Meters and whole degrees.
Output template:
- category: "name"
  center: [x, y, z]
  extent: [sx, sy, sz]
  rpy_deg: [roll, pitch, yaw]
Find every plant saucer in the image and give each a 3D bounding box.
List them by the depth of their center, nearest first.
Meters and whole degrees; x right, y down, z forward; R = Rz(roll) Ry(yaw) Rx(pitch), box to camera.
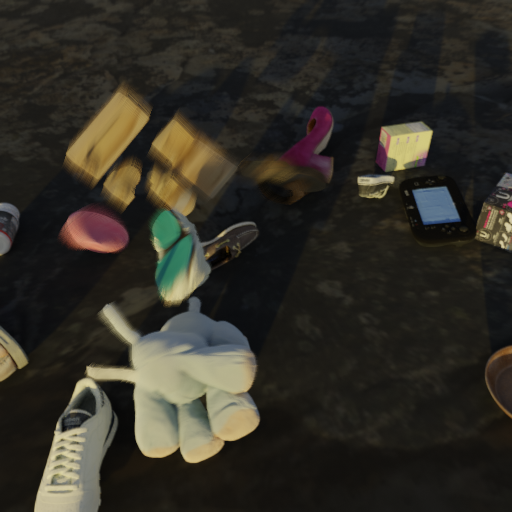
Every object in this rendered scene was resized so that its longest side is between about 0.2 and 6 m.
- category: "plant saucer"
  center: [4.377, 2.103, 8.618]
  extent: [1.703, 0.311, 1.703]
  rpy_deg: [1, 39, -1]
- category: "plant saucer"
  center: [-3.191, -0.442, 11.211]
  extent: [1.211, 0.307, 1.211]
  rpy_deg: [24, 24, -11]

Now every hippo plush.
- category: "hippo plush"
  center: [-1.063, 1.747, 8.341]
  extent: [2.419, 1.927, 1.945]
  rpy_deg: [18, 10, 0]

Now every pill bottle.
- category: "pill bottle"
  center: [-5.303, -0.573, 11.602]
  extent: [0.634, 0.634, 1.095]
  rpy_deg: [-4, 40, -4]

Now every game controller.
- category: "game controller"
  center: [3.913, -1.030, 12.251]
  extent: [1.277, 0.515, 2.447]
  rpy_deg: [1, 39, 1]

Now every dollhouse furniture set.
- category: "dollhouse furniture set"
  center: [-2.013, -1.833, 10.943]
  extent: [2.002, 2.105, 1.715]
  rpy_deg: [-49, 47, 1]

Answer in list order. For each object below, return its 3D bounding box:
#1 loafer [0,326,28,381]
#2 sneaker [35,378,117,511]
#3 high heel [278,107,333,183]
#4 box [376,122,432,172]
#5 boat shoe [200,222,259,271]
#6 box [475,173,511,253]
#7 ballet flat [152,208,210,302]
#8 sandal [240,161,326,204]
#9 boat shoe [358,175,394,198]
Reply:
- category: "loafer"
  center: [-4.879, 1.219, 9.282]
  extent: [2.590, 0.931, 0.814]
  rpy_deg: [29, 54, 27]
- category: "sneaker"
  center: [-2.458, 2.719, 7.424]
  extent: [0.850, 0.895, 2.225]
  rpy_deg: [1, 41, -2]
- category: "high heel"
  center: [1.164, -2.927, 14.195]
  extent: [1.422, 0.999, 2.965]
  rpy_deg: [9, 52, -5]
- category: "box"
  center: [3.652, -2.710, 13.907]
  extent: [1.121, 0.986, 0.542]
  rpy_deg: [-10, 41, -12]
- category: "boat shoe"
  center: [-0.624, -0.127, 11.110]
  extent: [1.710, 0.614, 0.509]
  rpy_deg: [-26, 51, -23]
- category: "box"
  center: [5.299, -0.948, 11.780]
  extent: [0.850, 0.979, 1.481]
  rpy_deg: [24, 45, 26]
- category: "ballet flat"
  center: [-1.129, 0.006, 9.121]
  extent: [0.918, 0.918, 2.558]
  rpy_deg: [-7, 31, -9]
- category: "sandal"
  center: [0.596, -1.512, 11.976]
  extent: [1.172, 0.783, 2.869]
  rpy_deg: [1, 1, 26]
- category: "boat shoe"
  center: [2.765, -1.589, 12.914]
  extent: [0.561, 0.519, 1.520]
  rpy_deg: [9, 14, 27]
